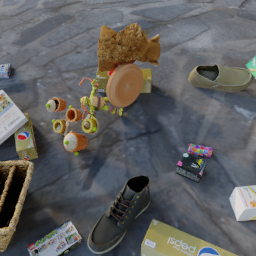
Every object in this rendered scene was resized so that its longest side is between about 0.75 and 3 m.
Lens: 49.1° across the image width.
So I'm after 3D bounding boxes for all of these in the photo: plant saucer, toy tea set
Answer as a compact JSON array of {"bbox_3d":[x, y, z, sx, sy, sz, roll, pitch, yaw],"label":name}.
[{"bbox_3d":[-0.048,-1.614,10.838,1.786,1.786,0.288,-33,47,-27],"label":"plant saucer"},{"bbox_3d":[-2.235,-0.156,10.039,2.427,1.443,0.898,33,17,28],"label":"toy tea set"}]

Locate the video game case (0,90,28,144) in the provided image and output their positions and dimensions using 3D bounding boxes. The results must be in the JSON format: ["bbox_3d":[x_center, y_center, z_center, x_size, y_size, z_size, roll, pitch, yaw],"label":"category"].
[{"bbox_3d":[-4.974,-0.335,10.549,1.776,0.224,2.481,-43,51,-11],"label":"video game case"}]

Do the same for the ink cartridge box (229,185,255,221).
[{"bbox_3d":[3.715,2.219,8.330,1.040,0.752,0.766,-4,47,-4],"label":"ink cartridge box"}]

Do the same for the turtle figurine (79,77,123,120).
[{"bbox_3d":[-1.120,-0.891,11.056,1.780,0.711,2.207,7,63,-17],"label":"turtle figurine"}]

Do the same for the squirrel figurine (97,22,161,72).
[{"bbox_3d":[0.098,-2.982,10.713,2.408,1.826,2.580,6,9,-3],"label":"squirrel figurine"}]

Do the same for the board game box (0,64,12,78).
[{"bbox_3d":[-6.133,-2.721,13.282,1.028,0.317,1.028,-7,47,-7],"label":"board game box"}]

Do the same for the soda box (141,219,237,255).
[{"bbox_3d":[1.636,3.351,7.197,2.531,0.857,0.810,20,50,18],"label":"soda box"}]

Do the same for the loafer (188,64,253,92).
[{"bbox_3d":[4.059,-2.215,12.220,2.746,0.926,1.044,0,72,9],"label":"loafer"}]

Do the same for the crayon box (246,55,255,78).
[{"bbox_3d":[6.129,-2.049,12.009,1.316,0.645,2.215,20,39,-31],"label":"crayon box"}]

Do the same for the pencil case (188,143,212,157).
[{"bbox_3d":[2.560,0.779,9.975,0.847,0.374,0.374,13,48,9],"label":"pencil case"}]

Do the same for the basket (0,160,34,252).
[{"bbox_3d":[-3.695,1.965,7.668,1.577,1.647,2.210,19,45,-17],"label":"basket"}]

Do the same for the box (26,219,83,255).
[{"bbox_3d":[-2.015,3.212,7.760,1.336,0.232,0.735,-28,53,-24],"label":"box"}]

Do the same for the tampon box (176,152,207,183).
[{"bbox_3d":[2.108,1.318,9.344,0.828,0.522,0.620,23,51,20],"label":"tampon box"}]

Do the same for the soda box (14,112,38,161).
[{"bbox_3d":[-3.767,0.291,10.232,0.596,0.631,1.863,-15,49,-14],"label":"soda box"}]

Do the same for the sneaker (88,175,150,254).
[{"bbox_3d":[-0.264,2.318,7.883,0.896,1.272,2.395,31,54,26],"label":"sneaker"}]

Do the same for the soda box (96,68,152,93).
[{"bbox_3d":[-0.162,-2.103,12.384,2.412,0.772,0.817,1,47,1],"label":"soda box"}]
